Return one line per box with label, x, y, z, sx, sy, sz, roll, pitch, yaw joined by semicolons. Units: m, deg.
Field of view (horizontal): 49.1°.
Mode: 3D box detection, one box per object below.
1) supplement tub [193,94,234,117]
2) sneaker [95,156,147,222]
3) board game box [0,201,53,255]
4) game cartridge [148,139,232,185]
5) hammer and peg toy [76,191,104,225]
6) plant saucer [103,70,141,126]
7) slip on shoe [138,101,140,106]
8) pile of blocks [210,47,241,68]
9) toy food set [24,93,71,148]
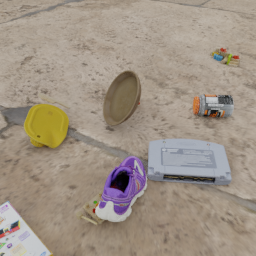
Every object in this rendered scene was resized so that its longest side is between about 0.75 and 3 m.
supplement tub;3.398;-0.897;11.261;1.464;0.897;0.897;2;39;4
sneaker;-0.009;1.441;7.849;1.104;1.143;2.739;14;22;8
board game box;-3.078;2.971;6.763;2.156;0.435;1.650;32;48;34
game cartridge;1.937;1.043;9.186;2.548;0.516;1.699;4;42;4
hammer and peg toy;-0.855;2.288;7.691;0.766;0.367;1.042;30;48;30
plant saucer;-0.215;-1.107;10.553;0.322;2.186;2.186;20;26;-35
slip on shoe;0.171;-0.995;11.908;0.780;0.239;0.289;-21;45;-22
pile of blocks;5.267;-3.981;15.346;0.820;0.620;1.997;-25;44;-28
toy food set;-3.030;-0.095;10.457;1.489;0.827;2.531;19;38;-15
